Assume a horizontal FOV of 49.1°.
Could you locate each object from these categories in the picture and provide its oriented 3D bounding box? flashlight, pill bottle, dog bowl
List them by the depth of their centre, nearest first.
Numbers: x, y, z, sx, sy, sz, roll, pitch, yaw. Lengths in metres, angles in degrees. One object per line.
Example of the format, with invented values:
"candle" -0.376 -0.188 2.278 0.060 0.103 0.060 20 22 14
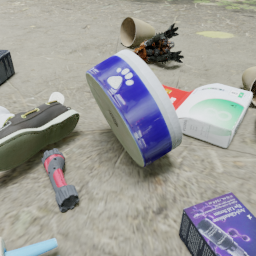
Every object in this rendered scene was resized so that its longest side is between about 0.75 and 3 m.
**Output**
"flashlight" -1.444 1.054 6.032 0.515 0.513 1.516 -15 36 -24
"dog bowl" 0.083 -0.406 6.276 0.978 2.483 2.483 -31 42 -9
"pill bottle" -3.702 -0.101 7.178 1.964 1.102 1.102 13 37 15

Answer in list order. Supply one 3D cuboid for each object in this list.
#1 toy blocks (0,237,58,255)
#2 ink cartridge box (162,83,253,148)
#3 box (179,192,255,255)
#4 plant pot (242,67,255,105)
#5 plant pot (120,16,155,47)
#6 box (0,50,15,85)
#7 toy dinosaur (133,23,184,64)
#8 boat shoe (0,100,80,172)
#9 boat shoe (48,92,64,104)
"toy blocks" -2.015 2.524 3.527 2.602 0.945 2.169 -15 37 -21
"ink cartridge box" 1.905 -0.731 8.377 2.979 0.746 2.397 22 40 23
"box" 1.665 1.914 4.570 1.063 0.749 1.437 -14 37 -20
"plant pot" 4.335 -1.498 9.163 1.300 1.300 1.388 -1 27 -2
"plant pot" 0.571 -4.663 13.710 1.457 1.365 1.365 -8 34 -34
"box" -5.309 -2.155 10.197 1.598 0.990 1.571 6 35 9
"toy dinosaur" 1.163 -3.201 11.721 1.992 1.499 2.935 0 41 44
"boat shoe" -2.361 0.091 6.525 0.853 1.010 2.834 36 35 16
"boat shoe" -2.227 -0.339 7.982 0.550 0.523 1.527 17 53 -23
